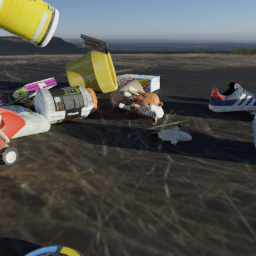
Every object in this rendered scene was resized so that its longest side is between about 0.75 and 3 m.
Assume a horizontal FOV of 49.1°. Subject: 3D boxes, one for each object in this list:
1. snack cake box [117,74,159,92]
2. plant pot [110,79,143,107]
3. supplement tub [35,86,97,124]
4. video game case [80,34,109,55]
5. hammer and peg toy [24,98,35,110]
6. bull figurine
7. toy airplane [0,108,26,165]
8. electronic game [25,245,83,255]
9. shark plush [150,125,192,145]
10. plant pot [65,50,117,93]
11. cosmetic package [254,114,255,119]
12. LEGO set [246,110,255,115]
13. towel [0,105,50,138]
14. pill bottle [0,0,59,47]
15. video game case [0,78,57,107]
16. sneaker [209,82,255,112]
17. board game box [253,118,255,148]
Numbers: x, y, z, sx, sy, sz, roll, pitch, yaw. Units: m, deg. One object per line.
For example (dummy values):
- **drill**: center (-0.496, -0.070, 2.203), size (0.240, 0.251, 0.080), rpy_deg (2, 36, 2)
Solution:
- **snack cake box**: center (0.564, -2.531, 15.618), size (2.119, 0.712, 1.219), rpy_deg (9, 21, 25)
- **plant pot**: center (-0.116, -1.332, 11.660), size (1.186, 1.111, 1.111), rpy_deg (-24, 27, -23)
- **supplement tub**: center (-2.115, -0.825, 9.644), size (1.902, 1.166, 1.166), rpy_deg (-13, 22, -33)
- **video game case**: center (-1.266, -3.191, 10.757), size (1.052, 0.134, 0.950), rpy_deg (19, -8, 1)
- **hammer and peg toy**: center (-3.335, -1.020, 11.317), size (1.412, 0.498, 1.039), rpy_deg (6, 19, 18)
- **bull figurine**: center (0.549, -0.873, 10.144), size (1.509, 0.810, 2.486), rpy_deg (22, 16, 2)
- **toy airplane**: center (-3.636, 0.127, 5.496), size (2.725, 1.923, 2.713), rpy_deg (-3, 19, -8)
- **electronic game**: center (-0.948, 1.741, 3.315), size (0.947, 0.197, 0.947), rpy_deg (0, 18, 0)
- **shark plush**: center (1.153, 0.271, 7.905), size (1.216, 0.553, 0.507), rpy_deg (-12, -13, 37)
- **plant pot**: center (-1.905, -2.841, 14.394), size (2.208, 2.347, 2.347), rpy_deg (-13, 17, 6)
- **cosmetic package**: center (5.351, -0.694, 9.841), size (1.828, 0.754, 0.463), rpy_deg (-9, 28, -23)
- **LEGO set**: center (5.276, -0.624, 10.692), size (1.184, 0.290, 0.884), rpy_deg (-14, 19, -4)
- **towel**: center (-3.867, -0.195, 8.672), size (2.041, 0.574, 2.384), rpy_deg (-15, 24, -37)
- **pill bottle**: center (-3.445, -3.544, 8.448), size (2.395, 1.342, 1.342), rpy_deg (20, 4, -34)
- **video game case**: center (-4.252, -1.406, 11.509), size (1.950, 0.385, 2.151), rpy_deg (-21, 11, 19)
- **sneaker**: center (4.446, -1.258, 10.858), size (2.530, 1.069, 0.948), rpy_deg (-5, 15, -4)
- **board game box**: center (4.005, 0.189, 6.618), size (0.885, 0.902, 1.719), rpy_deg (-31, 30, -22)
